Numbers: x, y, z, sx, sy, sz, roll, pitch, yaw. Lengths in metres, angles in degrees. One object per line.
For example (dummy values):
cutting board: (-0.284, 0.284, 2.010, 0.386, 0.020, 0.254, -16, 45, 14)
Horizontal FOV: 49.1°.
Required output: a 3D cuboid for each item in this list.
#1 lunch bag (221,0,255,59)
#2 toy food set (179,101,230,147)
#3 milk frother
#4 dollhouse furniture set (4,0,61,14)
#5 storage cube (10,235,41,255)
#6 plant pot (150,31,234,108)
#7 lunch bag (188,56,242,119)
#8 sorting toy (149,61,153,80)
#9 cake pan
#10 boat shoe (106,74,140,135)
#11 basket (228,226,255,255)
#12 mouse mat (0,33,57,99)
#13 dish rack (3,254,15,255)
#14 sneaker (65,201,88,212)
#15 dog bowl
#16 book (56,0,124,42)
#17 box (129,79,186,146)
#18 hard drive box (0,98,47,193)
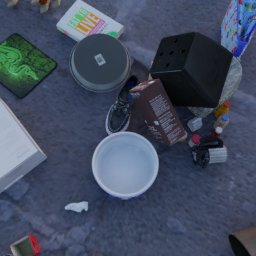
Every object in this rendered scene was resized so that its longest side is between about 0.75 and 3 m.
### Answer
lunch bag: (4.619, -3.845, 11.862, 1.398, 2.237, 2.972, 18, 70, 7)
toy food set: (3.096, -0.076, 11.020, 2.339, 1.053, 1.117, -25, 71, -9)
milk frother: (3.132, 1.057, 10.423, 1.211, 1.162, 1.288, -6, 45, -2)
dollhouse furniture set: (-4.829, -6.863, 12.936, 2.828, 2.859, 1.473, -7, 62, 32)
storage cube: (-3.472, 4.134, 9.555, 0.785, 0.706, 0.671, -28, 71, -11)
plant pot: (2.166, -2.256, 10.476, 2.310, 2.049, 2.304, 8, 72, 48)
lunch bag: (3.376, -1.747, 11.232, 2.234, 1.873, 1.556, -35, 72, -13)
sorting toy: (1.937, -2.114, 12.239, 2.048, 0.301, 1.514, 9, 71, 4)
cake pan: (-1.184, -2.894, 12.083, 2.678, 0.491, 2.678, 1, 82, -7)
boat shoe: (-0.150, -0.990, 11.450, 0.969, 0.918, 2.770, 24, 71, 9)
basket: (4.642, 3.955, 9.367, 1.859, 1.264, 1.676, -21, 59, -12)
mouse mat: (-4.968, -2.881, 12.651, 2.936, 0.111, 2.362, 37, 73, 14)
dish rack: (-3.086, 5.128, 8.739, 2.612, 0.712, 2.003, 24, 67, -18)
sneaker: (-1.880, 2.913, 10.255, 0.862, 0.321, 0.375, -8, 74, -2)
dog bowl: (-0.093, 1.416, 10.488, 2.413, 0.950, 2.413, 0, 68, 0)
book: (-1.774, -4.667, 13.138, 2.625, 0.631, 1.753, 33, 74, 10)
box: (1.111, -0.580, 10.516, 0.897, 1.198, 2.393, -32, 105, -16)
hard drive box: (-4.934, 0.643, 10.704, 2.236, 1.102, 2.869, -37, 73, -13)
